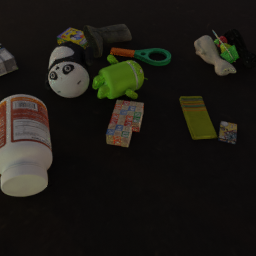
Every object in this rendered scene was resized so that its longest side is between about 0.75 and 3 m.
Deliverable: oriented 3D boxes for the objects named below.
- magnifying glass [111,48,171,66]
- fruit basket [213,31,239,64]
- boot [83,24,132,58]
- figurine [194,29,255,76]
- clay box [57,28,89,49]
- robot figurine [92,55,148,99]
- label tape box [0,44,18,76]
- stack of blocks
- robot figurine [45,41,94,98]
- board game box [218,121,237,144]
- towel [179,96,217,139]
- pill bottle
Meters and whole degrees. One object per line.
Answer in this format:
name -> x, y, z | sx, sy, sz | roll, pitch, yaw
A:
magnifying glass -> 0.604, -3.478, 13.253 | 2.853, 0.320, 1.136 | 8, 48, 9
fruit basket -> 4.293, -3.625, 12.604 | 1.551, 0.727, 1.437 | 52, 22, 10
boot -> -0.852, -4.288, 13.642 | 2.248, 0.816, 2.043 | -7, 66, -33
figurine -> 4.531, -3.297, 12.690 | 2.413, 1.039, 2.355 | -17, 54, -14
clay box -> -2.438, -4.363, 13.950 | 1.901, 0.453, 1.092 | 22, 52, 20
robot figurine -> -0.311, -1.935, 11.175 | 2.162, 1.251, 1.897 | -23, 74, -21
label tape box -> -6.233, -2.807, 12.377 | 2.106, 0.666, 1.518 | -32, 55, -27
stack of blocks -> -0.073, -0.186, 10.052 | 1.030, 0.524, 1.789 | 8, 48, 8
robot figurine -> -2.390, -2.433, 11.353 | 1.642, 1.977, 2.632 | 9, 45, -19
board game box -> 3.564, 0.151, 10.001 | 0.588, 0.150, 0.868 | 13, 48, 12
towel -> 2.609, -0.452, 10.533 | 0.922, 0.193, 2.143 | -5, 48, -3
pill bottle -> -3.210, 0.505, 8.595 | 1.630, 1.630, 2.907 | -11, 53, -10
